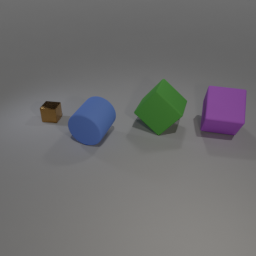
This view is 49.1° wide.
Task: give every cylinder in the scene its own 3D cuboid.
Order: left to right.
[{"bbox_3d":[-1.360,-0.288,10.779,1.400,1.400,1.400,11,39,18],"label":"cylinder"}]

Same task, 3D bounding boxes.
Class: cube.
[{"bbox_3d":[-3.363,-0.704,12.293,0.700,0.700,0.700,5,32,7],"label":"cube"},{"bbox_3d":[1.344,-0.857,11.350,1.400,1.400,1.400,42,34,-8],"label":"cube"},{"bbox_3d":[3.692,-0.659,10.960,1.400,1.400,1.400,8,72,9],"label":"cube"}]
